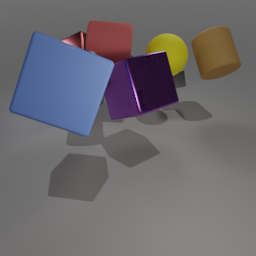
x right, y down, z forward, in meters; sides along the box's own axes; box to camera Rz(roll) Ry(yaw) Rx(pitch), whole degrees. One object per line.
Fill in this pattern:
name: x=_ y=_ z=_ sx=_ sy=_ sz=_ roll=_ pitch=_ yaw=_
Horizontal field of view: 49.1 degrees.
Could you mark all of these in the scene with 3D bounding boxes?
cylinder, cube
cylinder: x=3.109 y=-2.625 z=9.972 sx=1.400 sy=1.400 sz=1.400 roll=-13 pitch=-11 yaw=-3
cube: x=-1.866 y=-2.786 z=11.234 sx=1.400 sy=1.400 sz=1.400 roll=-12 pitch=-9 yaw=31
cylinder: x=-0.590 y=-2.756 z=9.243 sx=1.400 sy=1.400 sz=1.400 roll=5 pitch=30 yaw=0
cube: x=0.261 y=-1.110 z=7.515 sx=1.400 sy=1.400 sz=1.400 roll=-21 pitch=8 yaw=-33
cylinder: x=-1.444 y=-1.431 z=8.542 sx=1.400 sy=1.400 sz=1.400 roll=-2 pitch=71 yaw=-4
cube: x=-1.203 y=-0.829 z=5.345 sx=1.400 sy=1.400 sz=1.400 roll=19 pitch=8 yaw=-12
cube: x=1.959 y=-2.078 z=11.676 sx=0.700 sy=0.700 sz=0.700 roll=-12 pitch=23 yaw=1

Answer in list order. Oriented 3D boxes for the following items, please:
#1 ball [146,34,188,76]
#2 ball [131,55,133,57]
ball: x=1.281 y=-2.414 z=9.345 sx=1.400 sy=1.400 sz=1.400 roll=0 pitch=30 yaw=0
ball: x=-0.022 y=-3.254 z=13.685 sx=0.700 sy=0.700 sz=0.700 roll=0 pitch=30 yaw=0
